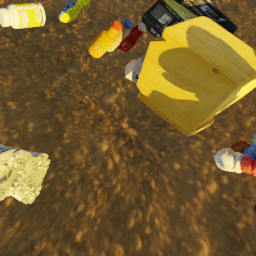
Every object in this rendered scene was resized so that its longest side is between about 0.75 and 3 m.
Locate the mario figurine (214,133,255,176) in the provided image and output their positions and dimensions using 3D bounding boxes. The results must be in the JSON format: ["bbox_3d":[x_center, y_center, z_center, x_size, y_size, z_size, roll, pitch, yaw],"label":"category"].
[{"bbox_3d":[2.511,0.040,4.808,1.538,2.901,1.791,16,86,9],"label":"mario figurine"}]

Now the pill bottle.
[{"bbox_3d":[-2.927,-3.091,7.716,1.126,0.627,0.627,-21,53,-34],"label":"pill bottle"}]

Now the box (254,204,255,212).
[{"bbox_3d":[3.125,2.000,4.532,1.547,0.420,1.931,-20,40,21],"label":"box"}]

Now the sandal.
[{"bbox_3d":[-1.889,-4.130,9.511,0.555,0.507,1.275,42,83,17],"label":"sandal"}]

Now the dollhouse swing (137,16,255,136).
[{"bbox_3d":[1.861,-1.358,6.235,2.290,2.520,2.215,39,68,8],"label":"dollhouse swing"}]

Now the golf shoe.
[{"bbox_3d":[-2.048,0.645,4.610,1.148,2.360,0.924,17,72,5],"label":"golf shoe"}]

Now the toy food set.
[{"bbox_3d":[0.202,-1.861,6.686,2.105,0.947,1.005,24,52,-31],"label":"toy food set"}]

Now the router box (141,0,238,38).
[{"bbox_3d":[1.463,-2.474,6.783,1.447,0.481,1.841,-44,87,-6],"label":"router box"}]
